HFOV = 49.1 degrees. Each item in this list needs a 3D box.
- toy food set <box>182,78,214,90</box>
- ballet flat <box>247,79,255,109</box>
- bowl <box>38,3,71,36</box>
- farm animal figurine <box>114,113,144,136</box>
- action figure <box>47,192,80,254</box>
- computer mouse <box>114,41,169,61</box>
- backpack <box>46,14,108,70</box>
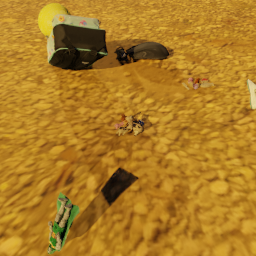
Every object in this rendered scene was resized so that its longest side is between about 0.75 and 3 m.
[{"bbox_3d":[2.648,-1.745,10.646,1.080,0.170,0.686,-13,42,-16],"label":"toy food set"},{"bbox_3d":[4.211,-1.140,9.297,0.384,0.384,1.106,2,67,2],"label":"ballet flat"},{"bbox_3d":[-3.297,-4.967,13.302,1.678,1.678,0.903,-23,40,-25],"label":"bowl"},{"bbox_3d":[0.075,-0.094,8.233,0.880,0.464,0.890,23,40,-11],"label":"farm animal figurine"},{"bbox_3d":[-1.323,1.921,5.365,0.321,1.175,0.694,6,17,-43],"label":"action figure"},{"bbox_3d":[0.627,-3.373,12.078,2.384,0.628,1.651,-3,27,-7],"label":"computer mouse"},{"bbox_3d":[-2.041,-3.142,10.608,2.046,2.328,1.784,-5,81,-26],"label":"backpack"}]
